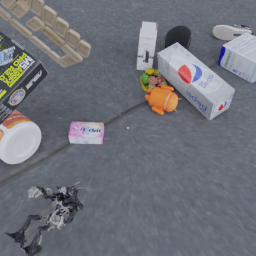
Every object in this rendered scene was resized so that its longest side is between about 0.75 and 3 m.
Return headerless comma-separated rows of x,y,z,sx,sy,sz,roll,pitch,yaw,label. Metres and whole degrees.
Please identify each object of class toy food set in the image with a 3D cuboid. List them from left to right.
0.954,-1.700,9.971,0.910,0.505,1.547,-8,48,-7,toy food set

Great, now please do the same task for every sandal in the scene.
1.950,-2.998,11.181,1.046,0.666,2.784,6,60,8,sandal

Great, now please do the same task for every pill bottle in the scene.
-3.651,-0.071,7.939,2.275,1.276,1.276,32,55,26,pill bottle

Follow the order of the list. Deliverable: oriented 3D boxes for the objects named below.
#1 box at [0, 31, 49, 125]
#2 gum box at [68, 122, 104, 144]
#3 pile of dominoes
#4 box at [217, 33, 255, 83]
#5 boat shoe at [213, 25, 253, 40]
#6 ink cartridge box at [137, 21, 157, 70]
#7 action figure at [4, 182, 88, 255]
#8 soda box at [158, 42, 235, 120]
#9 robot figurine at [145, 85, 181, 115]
-2.376,-0.643,4.126,1.491,0.412,1.861,37,79,9,box
-1.258,0.146,8.367,1.024,0.339,0.581,2,48,2,gum box
-2.158,-2.714,7.110,2.164,2.776,0.442,4,62,52,pile of dominoes
4.593,-2.698,10.647,1.519,0.867,1.652,-31,55,-25,box
4.577,-4.261,12.358,1.701,0.635,0.789,13,40,3,boat shoe
0.710,-3.068,10.593,0.619,1.477,1.066,7,47,2,ink cartridge box
-1.394,1.497,5.024,0.901,0.773,1.515,29,66,30,action figure
2.153,-1.617,9.348,0.890,0.958,2.806,-31,60,-13,soda box
1.135,-0.922,9.162,1.136,0.662,0.817,21,48,19,robot figurine
